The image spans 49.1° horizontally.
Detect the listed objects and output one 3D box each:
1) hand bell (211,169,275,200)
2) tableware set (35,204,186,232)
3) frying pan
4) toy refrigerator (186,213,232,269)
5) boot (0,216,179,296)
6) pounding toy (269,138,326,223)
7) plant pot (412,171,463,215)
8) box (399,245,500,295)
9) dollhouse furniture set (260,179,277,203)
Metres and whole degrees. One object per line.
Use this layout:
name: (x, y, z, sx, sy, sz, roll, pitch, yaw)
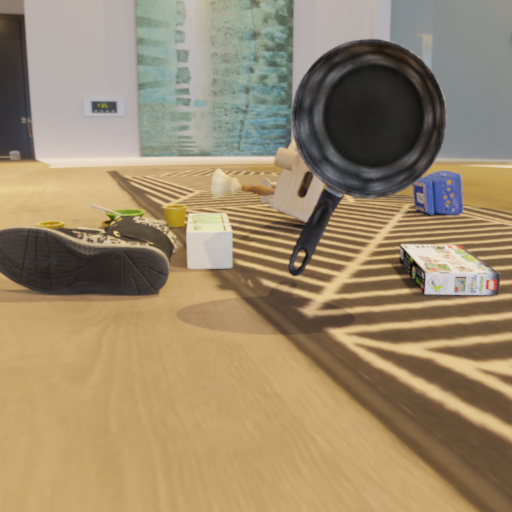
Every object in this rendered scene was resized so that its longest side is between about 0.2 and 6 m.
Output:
hand bell: (-0.233, -1.381, 11.511, 1.257, 0.655, 0.655, 11, 15, 15)
tableware set: (-3.445, -0.796, 13.719, 2.860, 0.652, 4.246, 10, 16, 36)
frying pan: (1.674, -1.325, 8.706, 2.334, 3.859, 0.628, 10, 27, 23)
toy refrigerator: (-0.985, -0.390, 11.590, 0.872, 0.804, 2.298, -1, 14, -5)
boot: (-2.795, -0.116, 9.802, 2.908, 1.064, 2.190, 4, 14, 1)
pounding toy: (1.416, -2.179, 14.367, 1.309, 2.513, 2.860, 25, 12, 15)
plant pot: (5.552, -1.906, 17.321, 1.134, 1.262, 1.262, -9, 15, -8)
box: (3.343, 0.203, 9.957, 1.197, 0.377, 2.174, 1, 13, 4)
dollhouse furniture set: (1.558, -2.731, 20.202, 2.288, 1.489, 2.102, 7, 14, 26)
